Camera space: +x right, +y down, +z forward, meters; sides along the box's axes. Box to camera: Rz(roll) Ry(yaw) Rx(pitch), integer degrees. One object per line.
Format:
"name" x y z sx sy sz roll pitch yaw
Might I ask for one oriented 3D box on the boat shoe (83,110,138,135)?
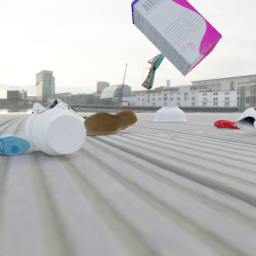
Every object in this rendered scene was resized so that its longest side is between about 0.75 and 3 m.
"boat shoe" -0.619 -0.088 8.857 2.023 0.730 0.728 -17 -16 -43

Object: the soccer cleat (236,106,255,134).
"soccer cleat" 4.182 -0.097 8.017 0.970 0.781 2.276 -30 26 -18

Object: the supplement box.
"supplement box" 1.467 -3.154 8.924 1.342 2.653 1.371 -42 -7 -2

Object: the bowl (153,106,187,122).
"bowl" 2.552 -0.848 17.089 2.069 0.930 2.069 -1 4 0

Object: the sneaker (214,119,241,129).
"sneaker" 3.907 -0.158 10.822 1.054 0.413 0.609 -2 3 -14

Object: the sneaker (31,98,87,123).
"sneaker" -2.396 -0.528 10.748 0.995 1.189 2.687 2 3 42

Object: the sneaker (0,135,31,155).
"sneaker" -2.160 0.273 4.879 0.890 0.354 0.581 0 5 -17

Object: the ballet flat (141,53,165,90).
"ballet flat" 1.055 -2.664 12.644 0.696 1.849 0.627 22 1 17

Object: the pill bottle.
"pill bottle" -1.241 0.059 4.767 0.783 0.783 1.369 -2 4 -29
